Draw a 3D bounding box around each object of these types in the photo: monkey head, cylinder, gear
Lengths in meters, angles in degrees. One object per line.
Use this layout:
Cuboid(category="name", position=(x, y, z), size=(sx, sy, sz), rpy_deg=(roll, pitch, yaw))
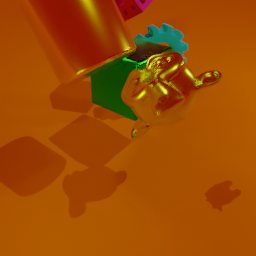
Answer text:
Cuboid(category="monkey head", position=(0.650, -0.455, 4.581), size=(1.940, 1.169, 1.396), rpy_deg=(-37, 37, 13))
Cuboid(category="cylinder", position=(-0.760, -1.578, 4.489), size=(1.384, 1.384, 1.384), rpy_deg=(-26, 10, 5))
Cuboid(category="gear", position=(0.782, -1.836, 7.226), size=(1.583, 1.583, 0.293), rpy_deg=(-18, 39, -15))

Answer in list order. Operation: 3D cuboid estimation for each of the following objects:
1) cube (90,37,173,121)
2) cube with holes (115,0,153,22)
Cuboid(category="cube", position=(0.058, -1.142, 6.182), size=(1.287, 1.287, 1.287), rpy_deg=(24, 40, 30))
Cuboid(category="cube with holes", position=(0.017, -3.304, 6.526), size=(1.054, 1.054, 1.054), rpy_deg=(-54, 27, -18))
